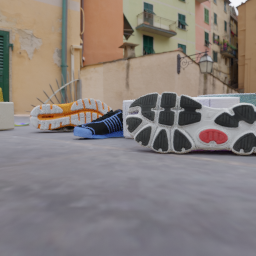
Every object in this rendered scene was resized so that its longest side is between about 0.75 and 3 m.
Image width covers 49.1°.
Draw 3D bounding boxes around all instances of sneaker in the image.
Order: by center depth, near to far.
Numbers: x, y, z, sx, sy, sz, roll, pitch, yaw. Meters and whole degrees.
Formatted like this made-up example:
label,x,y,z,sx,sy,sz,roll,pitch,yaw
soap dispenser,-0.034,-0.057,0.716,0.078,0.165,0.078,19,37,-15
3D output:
label,x,y,z,sx,sy,sz,roll,pitch,yaw
sneaker,1.197,0.069,4.860,2.516,1.015,1.050,10,-10,11
sneaker,-0.523,-0.127,7.217,1.885,0.734,0.661,-2,5,-37
sneaker,-1.763,-0.368,9.250,2.722,1.065,1.051,1,-7,-13

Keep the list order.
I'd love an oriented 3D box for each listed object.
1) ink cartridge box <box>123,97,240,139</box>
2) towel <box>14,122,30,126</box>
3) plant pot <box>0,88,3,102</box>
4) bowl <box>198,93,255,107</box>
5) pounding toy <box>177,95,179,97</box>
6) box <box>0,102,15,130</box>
label,x,y,z,sx,sy,sz,roll,pitch,yaw
ink cartridge box,1.289,-0.245,6.733,2.329,0.971,1.691,3,8,41
towel,-5.204,-0.177,12.797,0.946,0.150,1.317,-2,4,-45
plant pot,-6.509,-0.812,12.332,1.568,1.558,1.604,-1,25,-7
bowl,2.992,-0.347,7.717,2.133,1.116,2.133,1,3,0
pounding toy,2.634,-0.555,12.980,1.324,0.796,1.715,33,23,-34
box,-5.090,-0.368,9.094,1.186,0.971,2.497,2,5,28
